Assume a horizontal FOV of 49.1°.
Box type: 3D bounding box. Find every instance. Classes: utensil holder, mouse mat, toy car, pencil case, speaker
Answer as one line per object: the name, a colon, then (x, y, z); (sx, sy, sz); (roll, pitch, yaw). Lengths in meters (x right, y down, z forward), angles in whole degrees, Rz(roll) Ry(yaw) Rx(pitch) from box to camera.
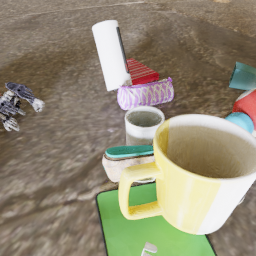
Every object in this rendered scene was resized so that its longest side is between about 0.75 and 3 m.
utensil holder: (0.411, 0.171, 7.320); (0.994, 1.169, 0.994); (1, 37, 0)
mouse mat: (0.505, 2.082, 5.638); (2.047, 0.096, 2.544); (-8, 38, -11)
toy car: (4.218, -0.947, 7.542); (2.394, 2.707, 2.495); (30, 45, 35)
pencil case: (0.618, -1.148, 9.293); (1.957, 0.837, 0.821); (-15, 46, -25)
speaker: (-0.520, -2.388, 9.457); (0.899, 2.214, 0.899); (-13, 6, 1)

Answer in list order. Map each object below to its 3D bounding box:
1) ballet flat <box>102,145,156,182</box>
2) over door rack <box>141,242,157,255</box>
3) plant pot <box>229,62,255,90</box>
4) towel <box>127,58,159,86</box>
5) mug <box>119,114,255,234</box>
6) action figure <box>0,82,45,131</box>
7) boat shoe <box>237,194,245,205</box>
ballet flat: (0.776, 0.798, 6.675); (2.727, 0.917, 0.928); (-5, 19, -3)
over door rack: (0.819, 2.844, 3.924); (2.086, 0.695, 1.541); (29, 41, 3)
plant pot: (4.479, -1.892, 10.543); (1.073, 0.758, 0.758); (17, 39, 11)
towel: (0.092, -2.274, 11.455); (1.546, 0.240, 2.138); (-21, 39, -23)
mug: (1.127, 0.976, 5.445); (2.336, 1.917, 1.870); (9, 36, 8)
action figure: (-3.355, -0.615, 8.399); (1.394, 1.197, 2.346); (-50, 13, -15)
boat shoe: (2.574, 1.197, 6.545); (0.493, 0.425, 1.356); (18, 40, 23)
